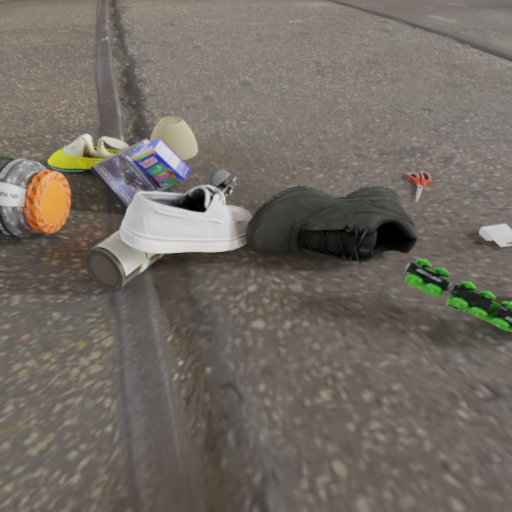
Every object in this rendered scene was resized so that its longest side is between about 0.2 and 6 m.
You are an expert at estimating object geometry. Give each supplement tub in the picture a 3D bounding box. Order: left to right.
[{"bbox_3d":[-5.061,-1.192,10.948,2.504,1.534,1.534,8,35,13],"label":"supplement tub"}]

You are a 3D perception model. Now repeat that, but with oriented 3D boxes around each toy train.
[{"bbox_3d":[3.319,0.696,8.763,2.138,0.603,0.446,29,77,17],"label":"toy train"}]

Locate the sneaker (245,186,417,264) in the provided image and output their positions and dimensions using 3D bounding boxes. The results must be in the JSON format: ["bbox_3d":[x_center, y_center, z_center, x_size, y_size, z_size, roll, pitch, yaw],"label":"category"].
[{"bbox_3d":[1.442,-0.497,10.257,3.265,1.240,1.482,-9,38,-12],"label":"sneaker"}]

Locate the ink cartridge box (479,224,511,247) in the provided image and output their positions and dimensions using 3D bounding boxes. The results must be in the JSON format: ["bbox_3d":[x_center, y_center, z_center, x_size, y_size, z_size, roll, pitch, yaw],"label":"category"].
[{"bbox_3d":[4.804,-0.352,10.961,0.563,0.198,0.693,-8,42,-11],"label":"ink cartridge box"}]

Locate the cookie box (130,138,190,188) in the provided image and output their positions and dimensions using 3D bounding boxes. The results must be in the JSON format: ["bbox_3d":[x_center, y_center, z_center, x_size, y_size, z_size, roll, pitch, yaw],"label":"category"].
[{"bbox_3d":[-2.057,-1.973,12.021,0.841,0.983,0.369,-9,48,43],"label":"cookie box"}]

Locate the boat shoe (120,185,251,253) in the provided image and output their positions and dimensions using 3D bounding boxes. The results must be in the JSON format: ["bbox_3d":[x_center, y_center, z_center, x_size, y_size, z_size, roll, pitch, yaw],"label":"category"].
[{"bbox_3d":[-1.034,-0.747,9.881,2.944,1.009,1.060,-2,34,-43],"label":"boat shoe"}]

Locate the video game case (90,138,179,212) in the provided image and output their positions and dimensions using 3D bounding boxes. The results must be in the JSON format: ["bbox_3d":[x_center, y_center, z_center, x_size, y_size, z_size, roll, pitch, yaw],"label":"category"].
[{"bbox_3d":[-2.608,-1.801,12.379,1.258,0.167,1.761,50,47,-3],"label":"video game case"}]

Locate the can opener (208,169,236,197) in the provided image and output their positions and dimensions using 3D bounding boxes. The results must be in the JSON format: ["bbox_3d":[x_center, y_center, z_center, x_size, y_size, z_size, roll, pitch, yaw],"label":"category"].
[{"bbox_3d":[-1.006,-1.124,11.429,0.616,0.491,1.841,41,50,-2],"label":"can opener"}]

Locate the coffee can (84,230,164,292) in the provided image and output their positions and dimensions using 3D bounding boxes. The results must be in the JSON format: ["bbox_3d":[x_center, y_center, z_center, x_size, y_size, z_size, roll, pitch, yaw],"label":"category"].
[{"bbox_3d":[-2.287,-0.029,9.838,0.846,0.846,1.156,18,38,24],"label":"coffee can"}]

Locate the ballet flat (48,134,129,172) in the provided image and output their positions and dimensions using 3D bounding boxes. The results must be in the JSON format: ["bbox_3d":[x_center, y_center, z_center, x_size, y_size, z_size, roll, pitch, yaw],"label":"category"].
[{"bbox_3d":[-3.801,-2.424,13.345,2.674,0.896,0.893,11,35,17],"label":"ballet flat"}]

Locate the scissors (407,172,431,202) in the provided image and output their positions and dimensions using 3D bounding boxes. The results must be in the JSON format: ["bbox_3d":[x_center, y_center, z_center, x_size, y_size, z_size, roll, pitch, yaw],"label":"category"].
[{"bbox_3d":[3.808,-1.593,12.818,0.556,0.106,1.519,5,33,3],"label":"scissors"}]

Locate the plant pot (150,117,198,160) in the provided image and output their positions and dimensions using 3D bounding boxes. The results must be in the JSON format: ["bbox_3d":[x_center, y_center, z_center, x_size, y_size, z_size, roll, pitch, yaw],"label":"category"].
[{"bbox_3d":[-2.148,-3.060,14.339,1.257,0.844,1.257,0,33,0],"label":"plant pot"}]
